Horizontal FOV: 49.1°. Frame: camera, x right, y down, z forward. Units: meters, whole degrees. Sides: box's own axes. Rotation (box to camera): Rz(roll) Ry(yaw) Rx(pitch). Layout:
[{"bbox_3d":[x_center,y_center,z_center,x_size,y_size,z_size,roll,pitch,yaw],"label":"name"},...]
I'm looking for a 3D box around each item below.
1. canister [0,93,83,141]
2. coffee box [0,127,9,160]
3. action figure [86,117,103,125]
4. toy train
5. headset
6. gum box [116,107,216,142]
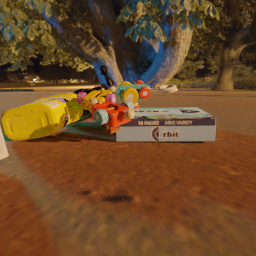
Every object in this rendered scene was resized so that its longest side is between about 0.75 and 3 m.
[{"bbox_3d":[-2.200,-0.337,7.459,1.492,0.869,2.008,-9,12,10],"label":"canister"},{"bbox_3d":[-2.627,0.167,4.511,0.847,0.855,0.856,9,24,38],"label":"coffee box"},{"bbox_3d":[-0.817,-0.281,9.430,1.156,0.299,0.378,1,19,-8],"label":"action figure"},{"bbox_3d":[-0.067,-0.541,7.199,2.121,0.785,2.823,17,29,38],"label":"toy train"},{"bbox_3d":[-1.305,-1.207,10.048,1.748,1.330,2.831,-5,29,34],"label":"headset"},{"bbox_3d":[0.968,-0.168,7.758,2.309,0.606,2.718,0,9,5],"label":"gum box"}]
